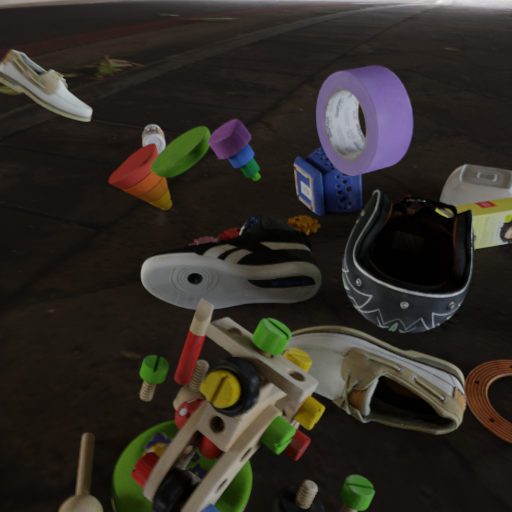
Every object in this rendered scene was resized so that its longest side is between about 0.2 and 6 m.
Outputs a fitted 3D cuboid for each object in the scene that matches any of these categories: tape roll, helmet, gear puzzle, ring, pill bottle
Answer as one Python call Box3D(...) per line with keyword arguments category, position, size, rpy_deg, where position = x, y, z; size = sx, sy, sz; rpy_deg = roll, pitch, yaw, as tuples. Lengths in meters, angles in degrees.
Box3D(category="tape roll", position=(1.338, -1.708, 7.105), size=(0.549, 1.292, 1.292), rpy_deg=(-18, 36, -23))
Box3D(category="helmet", position=(2.482, 0.174, 9.310), size=(2.292, 2.185, 2.292), rpy_deg=(14, -4, 1))
Box3D(category="gear puzzle", position=(0.147, -0.375, 11.893), size=(3.050, 0.399, 1.579), rpy_deg=(-19, 36, -28))
Box3D(category="ring", position=(3.909, 2.148, 8.041), size=(1.780, 0.171, 1.780), rpy_deg=(-1, 31, 0))
Box3D(category="pill bottle", position=(-3.077, -3.503, 16.747), size=(0.648, 0.648, 1.113), rpy_deg=(-6, 33, -9))

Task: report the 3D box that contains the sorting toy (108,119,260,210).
Box3D(category="sorting toy", position=(-1.117, -1.332, 9.250), size=(3.206, 1.104, 1.112), rpy_deg=(-5, 42, 44))

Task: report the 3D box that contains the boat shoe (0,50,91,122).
Box3D(category="boat shoe", position=(-3.789, -3.077, 10.190), size=(1.774, 0.607, 0.663), rpy_deg=(27, 17, -12))

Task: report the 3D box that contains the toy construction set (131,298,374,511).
Box3D(category="toy construction set", position=(-0.176, 1.428, 6.521), size=(2.502, 2.305, 3.000), rpy_deg=(4, 25, -36))

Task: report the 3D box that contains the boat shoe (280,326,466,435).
Box3D(category="boat shoe", position=(1.522, 1.738, 7.870), size=(2.757, 1.030, 0.943), rpy_deg=(9, 27, 12))

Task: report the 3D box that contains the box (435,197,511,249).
Box3D(category="box", position=(4.963, -0.692, 11.963), size=(2.387, 0.898, 0.598), rpy_deg=(-9, 33, -13))

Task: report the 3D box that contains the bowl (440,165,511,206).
Box3D(category="bowl", position=(5.548, -1.629, 13.675), size=(1.876, 0.701, 1.879), rpy_deg=(13, 35, 22))

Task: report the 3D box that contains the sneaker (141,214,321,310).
Box3D(category="sneaker", position=(-0.502, 0.010, 10.414), size=(3.186, 1.164, 1.782), rpy_deg=(3, 40, -13))

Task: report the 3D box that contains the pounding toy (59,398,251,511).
Box3D(category="pounding toy", position=(-1.174, 2.427, 6.739), size=(2.239, 1.039, 1.728), rpy_deg=(-2, 32, -5))

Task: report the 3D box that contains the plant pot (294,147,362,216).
Box3D(category="plant pot", position=(1.660, -1.768, 13.347), size=(1.204, 1.339, 1.339), rpy_deg=(-19, 36, -15))
